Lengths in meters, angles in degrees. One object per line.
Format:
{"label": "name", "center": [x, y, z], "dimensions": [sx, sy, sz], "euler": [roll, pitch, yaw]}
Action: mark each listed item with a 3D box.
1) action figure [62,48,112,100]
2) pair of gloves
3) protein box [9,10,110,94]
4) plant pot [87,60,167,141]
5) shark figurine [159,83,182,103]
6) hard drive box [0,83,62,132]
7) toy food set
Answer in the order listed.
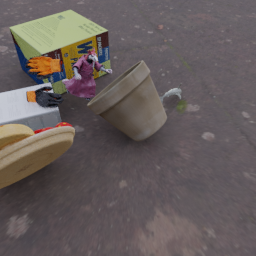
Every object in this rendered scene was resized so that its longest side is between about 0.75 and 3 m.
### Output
{"label": "action figure", "center": [-1.330, -1.809, 9.048], "dimensions": [1.150, 1.717, 1.278], "euler": [0, 36, -33]}
{"label": "pair of gloves", "center": [-2.482, -1.343, 8.237], "dimensions": [1.335, 1.499, 0.185], "euler": [7, 15, 20]}
{"label": "protein box", "center": [-2.513, -2.947, 10.700], "dimensions": [2.635, 1.778, 2.616], "euler": [-30, 51, -28]}
{"label": "plant pot", "center": [0.158, -0.647, 8.144], "dimensions": [1.762, 2.031, 2.031], "euler": [50, 50, -13]}
{"label": "shark figurine", "center": [1.571, -1.112, 9.600], "dimensions": [1.125, 0.672, 0.470], "euler": [-24, 73, -30]}
{"label": "hard drive box", "center": [-3.282, -0.528, 8.941], "dimensions": [2.028, 0.779, 1.580], "euler": [-14, 46, -14]}
{"label": "toy food set", "center": [-2.561, 0.661, 6.485], "dimensions": [2.865, 2.835, 0.697], "euler": [-23, 78, -53]}
